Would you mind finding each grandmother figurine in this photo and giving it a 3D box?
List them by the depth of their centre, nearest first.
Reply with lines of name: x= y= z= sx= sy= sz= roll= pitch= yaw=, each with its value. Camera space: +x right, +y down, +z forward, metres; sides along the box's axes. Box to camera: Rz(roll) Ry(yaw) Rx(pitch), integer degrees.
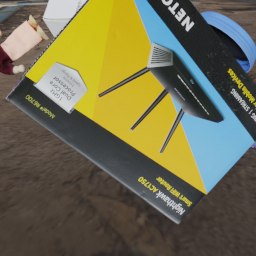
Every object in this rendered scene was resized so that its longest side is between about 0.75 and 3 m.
grandmother figurine: x=-2.792 y=-1.720 z=6.535 sx=1.965 sy=0.595 sz=1.192 roll=-37 pitch=71 yaw=0

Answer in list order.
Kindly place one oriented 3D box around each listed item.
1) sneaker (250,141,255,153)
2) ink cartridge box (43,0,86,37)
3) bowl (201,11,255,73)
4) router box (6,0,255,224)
sneaker: x=2.250 y=0.187 z=5.516 sx=0.423 sy=1.078 sz=0.406 roll=-52 pitch=18 yaw=-7
ink cartridge box: x=-0.891 y=-2.740 z=7.394 sx=1.188 sy=2.850 sz=2.070 roll=7 pitch=72 yaw=12
bowl: x=2.542 y=-2.292 z=7.543 sx=0.403 sy=2.051 sz=2.051 roll=-50 pitch=43 yaw=2
router box: x=0.355 y=-0.339 z=3.726 sx=2.178 sy=2.920 sz=0.745 roll=-49 pitch=24 yaw=3
